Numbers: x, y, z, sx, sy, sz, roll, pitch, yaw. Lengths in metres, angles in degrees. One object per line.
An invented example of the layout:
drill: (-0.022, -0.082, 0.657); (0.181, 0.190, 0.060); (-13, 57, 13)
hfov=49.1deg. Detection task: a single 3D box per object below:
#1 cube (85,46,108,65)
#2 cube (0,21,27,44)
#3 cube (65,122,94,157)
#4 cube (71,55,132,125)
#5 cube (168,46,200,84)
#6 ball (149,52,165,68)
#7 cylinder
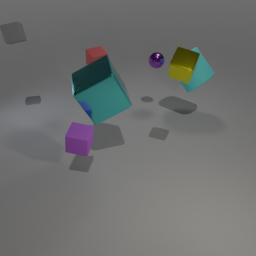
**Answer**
cube: (-1.280, -2.833, 11.471); (0.700, 0.700, 0.700); (-19, 50, -23)
cube: (-4.515, -3.745, 11.076); (0.700, 0.700, 0.700); (-15, 16, -4)
cube: (-1.487, 0.344, 8.632); (0.700, 0.700, 0.700); (11, 40, 2)
cube: (-0.885, -1.250, 9.206); (1.400, 1.400, 1.400); (-27, 40, 8)
cube: (1.681, -1.898, 8.489); (0.700, 0.700, 0.700); (22, 69, 11)
ball: (1.266, -2.995, 12.413); (0.700, 0.700, 0.700); (0, 30, 0)
cylinder: (2.754, -2.498, 12.101); (1.400, 1.400, 1.400); (-37, 6, 4)
